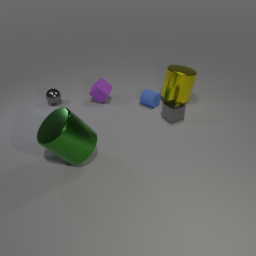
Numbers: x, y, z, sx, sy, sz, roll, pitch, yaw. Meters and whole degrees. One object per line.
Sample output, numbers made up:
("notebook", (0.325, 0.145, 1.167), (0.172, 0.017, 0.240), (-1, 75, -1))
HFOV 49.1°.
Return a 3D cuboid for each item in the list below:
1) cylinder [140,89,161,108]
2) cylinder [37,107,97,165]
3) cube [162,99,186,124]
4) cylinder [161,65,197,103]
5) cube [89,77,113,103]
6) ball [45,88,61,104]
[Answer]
("cylinder", (1.024, -1.358, 12.817), (0.700, 0.700, 0.700), (24, 39, 32))
("cylinder", (-1.951, 0.278, 9.077), (1.400, 1.400, 1.400), (-24, 44, 25))
("cube", (1.912, -0.703, 11.791), (0.700, 0.700, 0.700), (-17, 36, -25))
("cylinder", (2.364, -2.076, 13.111), (1.400, 1.400, 1.400), (8, 29, -4))
("cube", (-1.243, -1.739, 12.903), (0.700, 0.700, 0.700), (37, 46, -22))
("ball", (-3.415, -1.463, 12.826), (0.700, 0.700, 0.700), (0, 32, 0))
